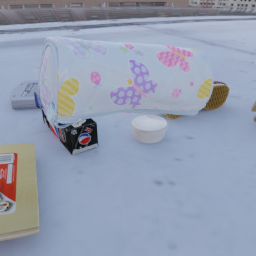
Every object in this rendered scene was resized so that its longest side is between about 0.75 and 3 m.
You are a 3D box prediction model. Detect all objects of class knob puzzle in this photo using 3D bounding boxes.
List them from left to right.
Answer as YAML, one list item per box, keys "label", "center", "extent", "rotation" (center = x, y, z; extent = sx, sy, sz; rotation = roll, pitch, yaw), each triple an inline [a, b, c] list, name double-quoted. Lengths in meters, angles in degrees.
- label: "knob puzzle"
  center: [-3.097, 1.142, 4.733]
  extent: [3.275, 0.454, 3.275]
  rotation: [5, 25, -2]

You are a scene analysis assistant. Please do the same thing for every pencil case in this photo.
- label: "pencil case"
  center: [0.021, -0.689, 4.202]
  extent: [2.643, 1.099, 1.199]
  rotation: [-6, 60, -29]

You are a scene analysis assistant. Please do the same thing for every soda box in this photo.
- label: "soda box"
  center: [-1.552, -0.154, 7.136]
  extent: [0.746, 0.668, 2.109]
  rotation: [-17, 32, -28]

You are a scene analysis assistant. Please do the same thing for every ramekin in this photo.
- label: "ramekin"
  center: [0.533, 0.041, 7.044]
  extent: [0.893, 0.416, 0.893]
  rotation: [-1, 28, 0]

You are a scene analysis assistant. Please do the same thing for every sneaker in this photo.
- label: "sneaker"
  center: [1.923, -1.057, 8.576]
  extent: [2.491, 0.933, 1.122]
  rotation: [-12, 36, -24]

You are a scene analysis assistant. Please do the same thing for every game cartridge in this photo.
- label: "game cartridge"
  center: [-3.188, -1.156, 9.402]
  extent: [1.315, 0.404, 1.975]
  rotation: [0, 27, -7]

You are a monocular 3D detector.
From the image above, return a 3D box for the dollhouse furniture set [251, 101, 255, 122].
- label: "dollhouse furniture set"
  center: [4.072, -1.119, 7.795]
  extent: [1.534, 1.790, 1.883]
  rotation: [3, 64, 6]
